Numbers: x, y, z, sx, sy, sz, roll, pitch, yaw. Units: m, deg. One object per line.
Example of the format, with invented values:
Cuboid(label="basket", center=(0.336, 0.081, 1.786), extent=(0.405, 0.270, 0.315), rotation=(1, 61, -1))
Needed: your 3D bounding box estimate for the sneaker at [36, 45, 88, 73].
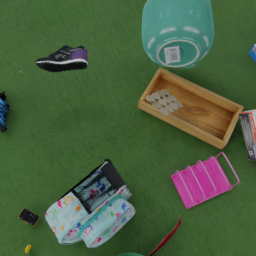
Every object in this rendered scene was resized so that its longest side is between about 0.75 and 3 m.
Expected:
Cuboid(label="sneaker", center=(-1.870, -2.013, 8.015), extent=(1.493, 0.565, 0.654), rotation=(-2, 74, 4))

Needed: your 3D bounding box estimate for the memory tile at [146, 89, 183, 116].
Cuboid(label="memory tile", center=(1.064, -0.758, 8.172), extent=(0.843, 0.092, 1.100), rotation=(45, 41, 17))

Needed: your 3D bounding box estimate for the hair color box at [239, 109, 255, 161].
Cuboid(label="hair color box", center=(4.908, -0.020, 8.367), extent=(2.742, 0.876, 1.521), rotation=(-13, 92, -4))

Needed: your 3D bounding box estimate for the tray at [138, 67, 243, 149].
Cuboid(label="tray", center=(1.982, -0.660, 9.046), extent=(2.970, 0.550, 1.465), rotation=(28, 71, 9))

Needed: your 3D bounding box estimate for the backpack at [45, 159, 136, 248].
Cuboid(label="backpack", center=(-0.920, 2.120, 7.247), extent=(2.171, 1.928, 1.635), rotation=(-32, 68, -7))

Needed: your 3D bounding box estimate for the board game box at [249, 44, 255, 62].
Cuboid(label="board game box", center=(5.503, -2.426, 9.739), extent=(1.741, 0.497, 1.778), rotation=(-25, 71, -10))

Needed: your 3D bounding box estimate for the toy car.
Cuboid(label="toy car", center=(-2.856, 2.835, 7.775), extent=(0.545, 0.370, 1.110), rotation=(18, 66, -16))

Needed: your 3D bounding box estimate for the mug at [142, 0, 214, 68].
Cuboid(label="mug", center=(1.583, -2.635, 8.092), extent=(2.463, 2.024, 1.523), rotation=(17, 62, -26))

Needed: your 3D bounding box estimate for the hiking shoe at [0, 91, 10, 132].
Cuboid(label="hiking shoe", center=(-4.093, -0.557, 8.997), extent=(0.625, 0.537, 1.443), rotation=(-24, 71, -8))

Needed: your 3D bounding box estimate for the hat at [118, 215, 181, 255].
Cuboid(label="hat", center=(0.690, 3.845, 7.499), extent=(2.131, 1.876, 1.765), rotation=(-37, 73, 25))

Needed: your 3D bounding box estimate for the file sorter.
Cuboid(label="file sorter", center=(2.190, 1.466, 7.996), extent=(1.519, 0.953, 1.056), rotation=(-21, 70, -8))
